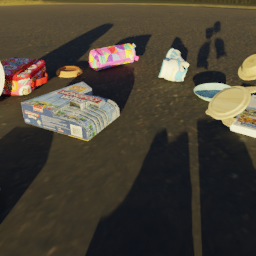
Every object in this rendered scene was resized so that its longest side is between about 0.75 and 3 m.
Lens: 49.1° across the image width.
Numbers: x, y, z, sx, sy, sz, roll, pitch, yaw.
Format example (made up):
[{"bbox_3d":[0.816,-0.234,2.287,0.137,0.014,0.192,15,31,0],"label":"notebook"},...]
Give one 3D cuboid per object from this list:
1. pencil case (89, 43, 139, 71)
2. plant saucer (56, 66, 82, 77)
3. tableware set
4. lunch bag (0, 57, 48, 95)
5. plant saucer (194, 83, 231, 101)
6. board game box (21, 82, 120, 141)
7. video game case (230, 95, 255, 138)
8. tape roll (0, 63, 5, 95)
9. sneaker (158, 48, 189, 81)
[{"bbox_3d":[-0.695,-3.484,13.636,2.408,1.064,1.064,-21,35,-31],"label":"pencil case"},{"bbox_3d":[-2.704,-2.619,12.870,1.195,0.224,1.195,-1,29,0],"label":"plant saucer"},{"bbox_3d":[3.332,-1.080,6.683,2.809,0.326,2.347,-54,32,-15],"label":"tableware set"},{"bbox_3d":[-4.297,-2.078,11.229,2.107,0.980,2.392,6,30,1],"label":"lunch bag"},{"bbox_3d":[3.173,-1.259,10.301,1.493,0.287,1.493,-3,29,2],"label":"plant saucer"},{"bbox_3d":[-1.582,-0.702,8.878,2.389,0.737,2.387,14,33,23],"label":"board game box"},{"bbox_3d":[4.511,-0.305,8.682,1.930,0.243,2.695,18,34,29],"label":"video game case"},{"bbox_3d":[-5.207,-1.600,8.892,0.814,2.326,2.326,21,36,32],"label":"tape roll"},{"bbox_3d":[2.104,-2.744,12.461,1.093,1.036,2.707,19,35,5],"label":"sneaker"}]
